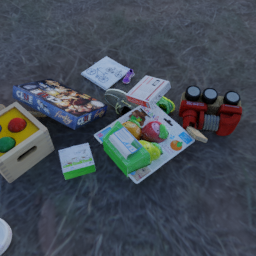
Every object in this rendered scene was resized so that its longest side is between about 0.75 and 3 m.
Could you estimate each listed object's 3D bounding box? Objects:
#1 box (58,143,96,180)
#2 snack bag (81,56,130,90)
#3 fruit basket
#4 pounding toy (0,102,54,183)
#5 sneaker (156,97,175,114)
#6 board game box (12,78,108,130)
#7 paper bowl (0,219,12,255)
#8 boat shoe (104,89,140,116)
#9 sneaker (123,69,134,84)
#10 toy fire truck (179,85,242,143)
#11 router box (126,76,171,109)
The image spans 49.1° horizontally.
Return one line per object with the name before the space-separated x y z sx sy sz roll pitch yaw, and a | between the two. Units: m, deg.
box | -1.640 1.049 8.998 1.005 0.486 0.887 -15 53 -12
snack bag | -0.932 -2.387 11.975 1.521 0.173 1.613 33 59 23
fruit basket | 0.508 0.267 9.052 2.486 1.165 2.302 -35 61 -15
pounding toy | -3.867 -0.140 9.421 2.886 1.320 2.535 36 60 25
sneaker | 1.127 -0.988 10.633 1.354 0.501 0.566 32 54 23
board game box | -2.407 -0.961 10.087 2.807 0.486 1.902 25 27 19
paper bowl | -3.620 2.952 7.436 1.023 0.532 1.023 0 51 0
boat shoe | -0.073 -0.765 10.290 2.102 0.751 0.628 29 53 17
sneaker | 0.013 -2.179 11.698 0.311 0.341 0.772 21 56 15
toy fire truck | 2.763 -0.232 9.521 2.062 1.508 2.343 10 61 7
router box | 0.687 -1.240 9.433 1.035 0.282 1.154 24 59 39
